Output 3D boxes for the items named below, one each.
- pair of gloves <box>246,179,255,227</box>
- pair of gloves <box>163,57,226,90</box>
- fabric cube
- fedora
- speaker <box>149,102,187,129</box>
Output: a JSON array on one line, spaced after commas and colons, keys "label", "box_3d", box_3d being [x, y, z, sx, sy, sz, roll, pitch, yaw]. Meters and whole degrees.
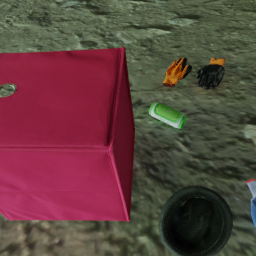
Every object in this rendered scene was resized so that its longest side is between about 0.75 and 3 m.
[{"label": "pair of gloves", "box_3d": [3.571, 1.642, 6.256, 1.713, 0.195, 1.377, -17, 74, 6]}, {"label": "pair of gloves", "box_3d": [2.480, -2.077, 10.541, 2.166, 0.268, 1.930, 10, 49, 23]}, {"label": "fabric cube", "box_3d": [-1.387, 0.200, 6.100, 2.820, 2.830, 2.776, 0, 49, 7]}, {"label": "fedora", "box_3d": [1.392, 1.913, 5.857, 1.544, 1.544, 0.705, 12, 4, 13]}, {"label": "speaker", "box_3d": [1.263, -0.408, 8.892, 1.141, 0.504, 0.504, 27, 48, 19]}]
